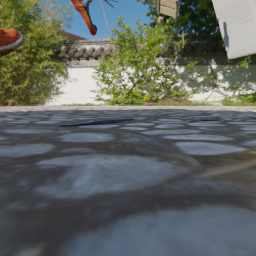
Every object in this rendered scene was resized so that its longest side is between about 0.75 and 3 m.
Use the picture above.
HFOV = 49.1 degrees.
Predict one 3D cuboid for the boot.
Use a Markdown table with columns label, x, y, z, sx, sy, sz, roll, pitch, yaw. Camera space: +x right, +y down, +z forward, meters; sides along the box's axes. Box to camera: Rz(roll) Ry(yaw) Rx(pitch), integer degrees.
| label | x | y | z | sx | sy | sz | roll | pitch | yaw |
| --- | --- | --- | --- | --- | --- | --- | --- | --- | --- |
| boot | -3.559 | -2.363 | 7.062 | 0.930 | 1.329 | 2.479 | -23 | 22 | 18 |

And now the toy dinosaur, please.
| label | x | y | z | sx | sy | sz | roll | pitch | yaw |
| --- | --- | --- | --- | --- | --- | --- | --- | --- | --- |
| toy dinosaur | -1.227 | -3.041 | 6.603 | 1.838 | 1.667 | 0.965 | -9 | 13 | -21 |

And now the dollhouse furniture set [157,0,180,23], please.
| label | x | y | z | sx | sy | sz | roll | pitch | yaw |
| --- | --- | --- | --- | --- | --- | --- | --- | --- | --- |
| dollhouse furniture set | 1.410 | -3.488 | 7.781 | 0.608 | 1.246 | 1.063 | -29 | 47 | -28 |

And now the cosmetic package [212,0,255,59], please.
| label | x | y | z | sx | sy | sz | roll | pitch | yaw |
| --- | --- | --- | --- | --- | --- | --- | --- | --- | --- |
| cosmetic package | 3.747 | -3.255 | 8.003 | 1.653 | 1.976 | 1.643 | -23 | 11 | -14 |
